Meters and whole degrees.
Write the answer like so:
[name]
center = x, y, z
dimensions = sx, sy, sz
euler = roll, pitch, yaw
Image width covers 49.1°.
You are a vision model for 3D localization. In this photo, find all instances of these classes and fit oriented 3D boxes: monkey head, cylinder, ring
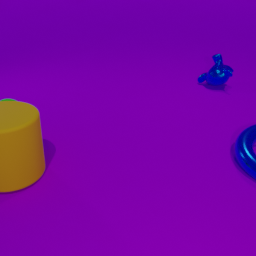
[monkey head]
center = 3.047, -1.970, 9.617
dimensions = 0.839, 1.001, 1.392
euler = -35, 18, -32
[cylinder]
center = -2.422, 0.334, 5.617
dimensions = 1.362, 1.362, 1.362
euler = 2, 29, -1
[ring]
center = 3.327, 0.553, 6.038
dimensions = 1.954, 0.391, 1.954
euler = -3, 40, 2

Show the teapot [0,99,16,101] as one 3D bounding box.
[teapot]
center = -2.844, -0.298, 6.743
dimensions = 0.609, 0.773, 1.243
euler = -24, 2, 44
